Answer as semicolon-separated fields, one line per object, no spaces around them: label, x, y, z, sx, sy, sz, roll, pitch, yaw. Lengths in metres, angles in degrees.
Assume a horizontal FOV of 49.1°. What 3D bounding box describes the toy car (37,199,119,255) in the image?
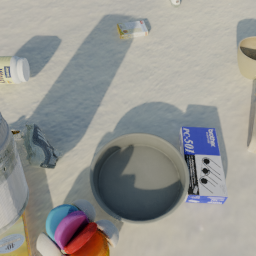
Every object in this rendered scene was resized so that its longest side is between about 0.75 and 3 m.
toy car;-1.140;2.360;6.161;1.729;1.296;1.513;35;60;24

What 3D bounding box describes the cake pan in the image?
cake pan;0.293;1.301;7.399;2.568;0.471;2.568;-1;56;1

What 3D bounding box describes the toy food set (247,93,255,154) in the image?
toy food set;4.617;-0.072;8.580;1.605;0.676;2.237;15;62;11

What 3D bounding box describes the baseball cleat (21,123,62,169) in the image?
baseball cleat;-2.471;0.575;8.050;1.032;0.676;1.939;24;21;-33

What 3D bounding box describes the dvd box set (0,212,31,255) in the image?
dvd box set;-3.434;2.512;6.522;2.050;0.412;2.802;-14;53;-16

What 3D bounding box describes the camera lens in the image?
camera lens;-3.213;0.937;5.664;2.004;2.505;2.004;2;39;-1

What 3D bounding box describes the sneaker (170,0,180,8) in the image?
sneaker;2.208;-6.488;13.540;0.552;0.660;1.491;-13;52;-8

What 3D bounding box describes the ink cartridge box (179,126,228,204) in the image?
ink cartridge box;2.024;0.972;7.768;1.029;0.484;2.190;3;52;1

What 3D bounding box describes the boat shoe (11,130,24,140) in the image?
boat shoe;-3.679;0.183;8.477;0.988;0.345;0.350;1;52;0

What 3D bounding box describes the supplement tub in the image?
supplement tub;-4.241;-2.023;9.797;1.343;0.973;0.973;-2;52;-2

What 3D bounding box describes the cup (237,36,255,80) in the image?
cup;4.583;-2.384;10.027;1.510;1.080;1.510;-1;52;1

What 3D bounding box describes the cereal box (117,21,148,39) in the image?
cereal box;0.183;-4.218;12.003;1.209;0.239;0.870;-8;52;-7
